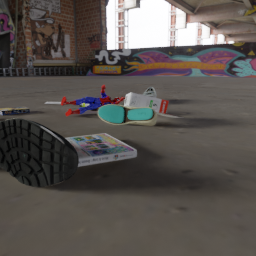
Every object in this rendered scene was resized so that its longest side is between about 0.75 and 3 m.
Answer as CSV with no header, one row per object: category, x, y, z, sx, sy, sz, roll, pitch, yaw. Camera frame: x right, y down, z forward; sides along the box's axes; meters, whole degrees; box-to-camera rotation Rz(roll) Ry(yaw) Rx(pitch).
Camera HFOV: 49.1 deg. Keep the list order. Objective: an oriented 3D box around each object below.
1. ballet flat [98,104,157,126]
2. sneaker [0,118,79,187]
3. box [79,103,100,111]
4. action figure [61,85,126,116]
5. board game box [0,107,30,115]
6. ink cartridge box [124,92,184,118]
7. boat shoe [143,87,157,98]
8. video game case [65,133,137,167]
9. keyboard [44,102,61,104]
ballet flat,0.003,-0.367,8.996,1.974,0.686,0.686,7,14,22
sneaker,-1.811,0.265,5.145,2.789,1.056,1.221,8,10,31
box,-1.426,-1.040,12.383,1.082,0.299,1.351,-7,15,-29
action figure,-1.142,-1.145,10.934,2.600,0.848,1.287,-11,-21,-44
board game box,-4.516,-0.685,11.100,1.023,0.177,0.693,-9,16,-34
ink cartridge box,0.887,-0.751,9.480,1.915,0.482,1.043,11,1,-10
boat shoe,1.108,-1.700,14.419,0.787,0.685,2.136,3,13,11
video game case,-0.869,0.442,6.102,1.537,0.200,1.688,-6,13,-26
keyboard,-3.422,-1.233,13.776,1.291,0.069,0.363,1,13,4
